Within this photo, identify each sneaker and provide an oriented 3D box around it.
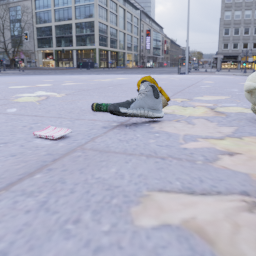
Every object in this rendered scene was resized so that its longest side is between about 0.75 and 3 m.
[{"bbox_3d":[0.285,-1.002,9.392,2.251,1.300,0.844,4,-3,-40],"label":"sneaker"}]

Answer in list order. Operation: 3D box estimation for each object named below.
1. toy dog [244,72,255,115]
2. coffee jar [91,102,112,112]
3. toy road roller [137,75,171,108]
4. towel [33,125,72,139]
[{"bbox_3d":[5.414,-1.315,9.091,2.575,1.853,2.655,17,-3,-42],"label":"toy dog"},{"bbox_3d":[-1.103,-0.879,11.791,0.870,0.371,0.454,4,16,18],"label":"coffee jar"},{"bbox_3d":[0.932,-1.428,11.167,0.915,1.489,1.087,-36,-20,3],"label":"toy road roller"},{"bbox_3d":[-2.092,0.113,7.755,0.903,0.135,0.661,6,20,30],"label":"towel"}]
